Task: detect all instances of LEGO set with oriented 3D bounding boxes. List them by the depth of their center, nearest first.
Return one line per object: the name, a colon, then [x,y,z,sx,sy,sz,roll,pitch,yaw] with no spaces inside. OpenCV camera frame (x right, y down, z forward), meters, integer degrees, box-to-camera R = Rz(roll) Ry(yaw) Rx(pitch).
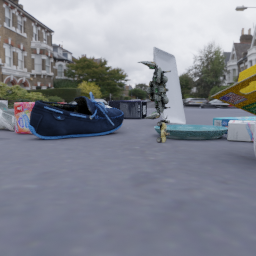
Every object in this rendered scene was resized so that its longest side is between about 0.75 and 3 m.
LEGO set: [0.702,-0.563,5.681,0.546,1.251,1.927,-3,-28,21]

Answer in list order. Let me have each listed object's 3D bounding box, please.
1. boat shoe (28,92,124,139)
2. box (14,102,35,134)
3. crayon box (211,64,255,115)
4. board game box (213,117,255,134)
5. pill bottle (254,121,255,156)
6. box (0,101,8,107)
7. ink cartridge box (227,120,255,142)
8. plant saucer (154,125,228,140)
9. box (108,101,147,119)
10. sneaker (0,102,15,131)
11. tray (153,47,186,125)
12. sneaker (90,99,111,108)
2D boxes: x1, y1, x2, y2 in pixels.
boat shoe: [-1.104,-0.345,7.254,1.182,0.964,2.809,23,22,35]
box: [-2.576,-0.339,8.534,0.954,0.880,1.859,1,5,7]
crayon box: [2.865,-0.493,4.054,2.689,0.694,1.691,19,-15,-13]
board game box: [3.624,-0.070,7.994,1.851,0.434,1.397,-2,5,-21]
pill bottle: [2.510,0.116,3.622,1.495,0.838,0.838,5,7,38]
box: [-5.530,-0.591,10.774,0.893,0.991,1.762,1,5,11]
ink cartridge box: [2.831,0.069,6.418,1.012,0.443,0.735,1,6,24]
plant saucer: [1.603,0.094,7.255,1.854,0.254,1.854,1,4,0]
box: [-0.006,-1.043,15.872,1.941,1.013,1.436,2,6,14]
sneaker: [-4.045,-0.244,9.176,1.916,0.768,0.674,29,16,39]
tray: [1.530,-1.564,10.849,0.326,2.935,1.576,-14,-11,40]
sneaker: [-1.014,-0.390,9.757,1.170,0.999,2.655,7,12,-13]
